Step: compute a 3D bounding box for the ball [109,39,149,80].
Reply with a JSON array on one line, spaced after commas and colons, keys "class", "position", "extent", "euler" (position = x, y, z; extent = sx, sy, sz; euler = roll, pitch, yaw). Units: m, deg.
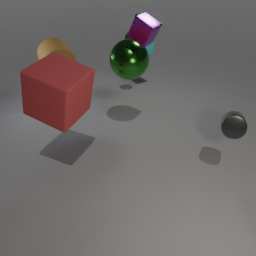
[{"class": "ball", "position": [0.044, -2.407, 9.854], "extent": [1.400, 1.400, 1.400], "euler": [0, 31, 0]}]

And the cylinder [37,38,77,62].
[{"class": "cylinder", "position": [-3.134, -3.063, 12.327], "extent": [1.400, 1.400, 1.400], "euler": [-15, 41, -23]}]

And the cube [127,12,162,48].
[{"class": "cube", "position": [0.522, -3.078, 8.783], "extent": [0.700, 0.700, 0.700], "euler": [37, 42, 6]}]

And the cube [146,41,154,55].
[{"class": "cube", "position": [0.819, -4.069, 14.053], "extent": [0.700, 0.700, 0.700], "euler": [-20, 43, -23]}]

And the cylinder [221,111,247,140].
[{"class": "cylinder", "position": [3.073, -0.091, 8.151], "extent": [0.700, 0.700, 0.700], "euler": [10, 17, 16]}]

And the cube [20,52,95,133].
[{"class": "cube", "position": [-1.912, -1.005, 7.732], "extent": [1.400, 1.400, 1.400], "euler": [24, 42, 11]}]

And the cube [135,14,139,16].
[{"class": "cube", "position": [0.657, -5.096, 13.833], "extent": [0.700, 0.700, 0.700], "euler": [8, 49, 3]}]

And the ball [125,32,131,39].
[{"class": "ball", "position": [0.199, -3.965, 12.448], "extent": [0.700, 0.700, 0.700], "euler": [0, 31, 0]}]
